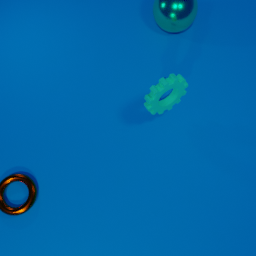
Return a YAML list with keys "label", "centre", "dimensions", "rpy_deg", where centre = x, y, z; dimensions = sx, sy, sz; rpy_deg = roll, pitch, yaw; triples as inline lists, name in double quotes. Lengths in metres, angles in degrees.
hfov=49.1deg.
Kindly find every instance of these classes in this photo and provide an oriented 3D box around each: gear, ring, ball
- label: "gear"
  centre: [0.975, -0.846, 7.169]
  dimensions: [1.201, 1.201, 0.222]
  rpy_deg: [-30, 61, -8]
- label: "ring"
  centre: [-2.956, 1.749, 7.401]
  dimensions: [1.097, 0.219, 1.097]
  rpy_deg: [0, 74, 0]
- label: "ball"
  centre: [1.396, -3.530, 8.305]
  dimensions: [1.323, 1.323, 1.323]
  rpy_deg: [0, 74, 0]
